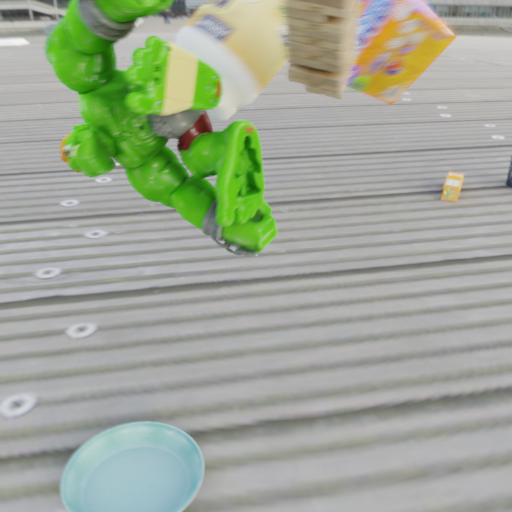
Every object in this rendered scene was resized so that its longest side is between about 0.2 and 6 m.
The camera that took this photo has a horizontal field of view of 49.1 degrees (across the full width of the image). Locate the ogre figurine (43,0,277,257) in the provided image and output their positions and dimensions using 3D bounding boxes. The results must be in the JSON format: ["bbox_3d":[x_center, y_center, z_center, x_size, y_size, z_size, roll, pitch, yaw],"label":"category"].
[{"bbox_3d":[-0.958,-1.269,5.437,1.789,1.464,2.984,15,-15,40],"label":"ogre figurine"}]

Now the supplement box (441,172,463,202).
[{"bbox_3d":[3.974,-1.405,11.340,0.338,0.327,0.982,14,30,21],"label":"supplement box"}]

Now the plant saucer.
[{"bbox_3d":[-1.041,1.924,4.810,1.195,0.215,1.195,1,26,0],"label":"plant saucer"}]

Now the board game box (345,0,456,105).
[{"bbox_3d":[2.339,-4.310,10.805,1.748,1.747,1.747,0,53,-48],"label":"board game box"}]

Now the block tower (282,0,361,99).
[{"bbox_3d":[0.576,-2.204,4.772,0.569,2.106,0.609,16,74,11],"label":"block tower"}]

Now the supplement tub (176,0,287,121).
[{"bbox_3d":[-0.231,-2.712,7.136,1.709,1.234,1.234,-51,40,-3],"label":"supplement tub"}]

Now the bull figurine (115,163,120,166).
[{"bbox_3d":[-2.956,-2.299,13.129,0.595,0.319,0.980,2,27,4],"label":"bull figurine"}]

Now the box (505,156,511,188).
[{"bbox_3d":[5.548,-1.682,11.529,0.384,0.644,0.655,-7,27,-13],"label":"box"}]
